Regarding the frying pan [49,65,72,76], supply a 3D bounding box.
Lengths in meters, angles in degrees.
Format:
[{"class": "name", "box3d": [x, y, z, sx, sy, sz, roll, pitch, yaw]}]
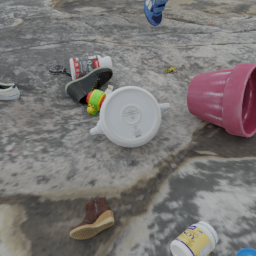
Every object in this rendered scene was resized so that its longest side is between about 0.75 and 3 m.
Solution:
[{"class": "frying pan", "box3d": [-3.490, -2.883, 14.239, 0.886, 0.238, 1.465, -21, 40, -24]}]

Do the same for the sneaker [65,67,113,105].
[{"class": "sneaker", "box3d": [-1.449, -1.818, 12.463, 2.394, 0.895, 1.272, -32, 52, -21]}]

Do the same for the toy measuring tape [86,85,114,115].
[{"class": "toy measuring tape", "box3d": [-1.101, -1.413, 11.819, 0.880, 0.880, 2.392, 13, 41, 16]}]

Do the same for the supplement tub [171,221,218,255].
[{"class": "supplement tub", "box3d": [1.591, 2.766, 6.673, 0.998, 0.725, 0.725, -27, 46, -30]}]

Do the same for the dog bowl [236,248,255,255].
[{"class": "dog bowl", "box3d": [3.073, 3.345, 6.239, 1.457, 0.361, 0.812, 27, 46, 29]}]

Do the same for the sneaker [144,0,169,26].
[{"class": "sneaker", "box3d": [1.350, -5.829, 12.768, 0.920, 2.488, 1.023, -36, 49, -27]}]

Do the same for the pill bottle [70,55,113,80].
[{"class": "pill bottle", "box3d": [-1.780, -2.904, 13.520, 1.910, 1.107, 1.107, -11, 40, -12]}]

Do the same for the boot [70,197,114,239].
[{"class": "boot", "box3d": [-1.022, 2.392, 7.515, 1.218, 0.441, 1.013, -15, 29, -16]}]

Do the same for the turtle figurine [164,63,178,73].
[{"class": "turtle figurine", "box3d": [2.185, -3.014, 14.356, 0.609, 0.243, 0.755, -18, 51, -10]}]

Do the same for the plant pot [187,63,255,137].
[{"class": "plant pot", "box3d": [3.575, -1.114, 10.379, 2.297, 2.566, 2.566, 14, 38, 41]}]

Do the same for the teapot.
[{"class": "teapot", "box3d": [0.094, -0.351, 9.890, 2.257, 1.648, 2.228, 26, 83, 0]}]

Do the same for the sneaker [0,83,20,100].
[{"class": "sneaker", "box3d": [-5.842, -1.648, 12.225, 2.091, 0.740, 0.764, -5, 39, -7]}]
